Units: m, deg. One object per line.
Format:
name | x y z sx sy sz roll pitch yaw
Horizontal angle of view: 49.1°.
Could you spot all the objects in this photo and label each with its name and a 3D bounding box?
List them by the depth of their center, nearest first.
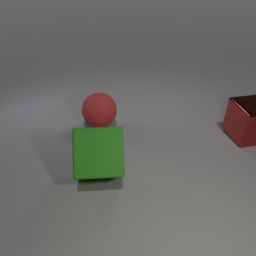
cube | -0.850 0.762 8.307 1.400 1.400 1.400 -2 -8 -4
cube | 4.629 -0.295 10.568 1.400 1.400 1.400 -6 36 -11
ball | -1.146 -0.717 11.205 1.400 1.400 1.400 0 30 0
